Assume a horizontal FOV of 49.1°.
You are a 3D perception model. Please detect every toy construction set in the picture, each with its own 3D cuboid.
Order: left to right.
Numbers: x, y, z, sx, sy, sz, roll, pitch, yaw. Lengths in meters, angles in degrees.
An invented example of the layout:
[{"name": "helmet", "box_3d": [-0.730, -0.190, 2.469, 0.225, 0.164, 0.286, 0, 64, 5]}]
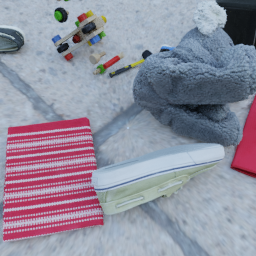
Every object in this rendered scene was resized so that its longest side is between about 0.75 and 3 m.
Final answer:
[{"name": "toy construction set", "box_3d": [-0.956, -2.691, 8.230, 2.152, 1.795, 1.654, 43, 50, 4]}]

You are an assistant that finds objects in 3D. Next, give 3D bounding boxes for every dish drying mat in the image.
[{"name": "dish drying mat", "box_3d": [3.367, 0.071, 6.808, 1.032, 0.245, 2.687, 18, 57, 22]}]

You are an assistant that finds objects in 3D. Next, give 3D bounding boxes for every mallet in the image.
[{"name": "mallet", "box_3d": [0.104, -1.898, 8.282, 1.509, 0.311, 0.497, -21, 57, -10]}]

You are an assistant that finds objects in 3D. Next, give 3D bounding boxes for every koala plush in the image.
[{"name": "koala plush", "box_3d": [1.681, -1.473, 6.650, 2.595, 2.505, 2.824, 13, 56, 18]}]

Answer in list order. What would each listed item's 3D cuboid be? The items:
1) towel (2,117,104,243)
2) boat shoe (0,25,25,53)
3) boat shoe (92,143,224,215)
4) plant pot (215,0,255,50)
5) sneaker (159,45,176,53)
[{"name": "towel", "box_3d": [-1.668, 0.955, 6.152, 1.975, 0.307, 2.731, -8, 56, -8]}, {"name": "boat shoe", "box_3d": [-4.342, -2.717, 8.504, 2.264, 0.856, 0.683, -3, 48, -1]}, {"name": "boat shoe", "box_3d": [0.697, 0.979, 5.851, 2.893, 1.042, 0.897, -13, 95, -13]}, {"name": "plant pot", "box_3d": [3.475, -3.266, 8.445, 1.605, 1.805, 1.809, 30, 59, 34]}, {"name": "sneaker", "box_3d": [1.354, -2.301, 8.521, 0.802, 0.308, 0.446, 15, 49, 16]}]
